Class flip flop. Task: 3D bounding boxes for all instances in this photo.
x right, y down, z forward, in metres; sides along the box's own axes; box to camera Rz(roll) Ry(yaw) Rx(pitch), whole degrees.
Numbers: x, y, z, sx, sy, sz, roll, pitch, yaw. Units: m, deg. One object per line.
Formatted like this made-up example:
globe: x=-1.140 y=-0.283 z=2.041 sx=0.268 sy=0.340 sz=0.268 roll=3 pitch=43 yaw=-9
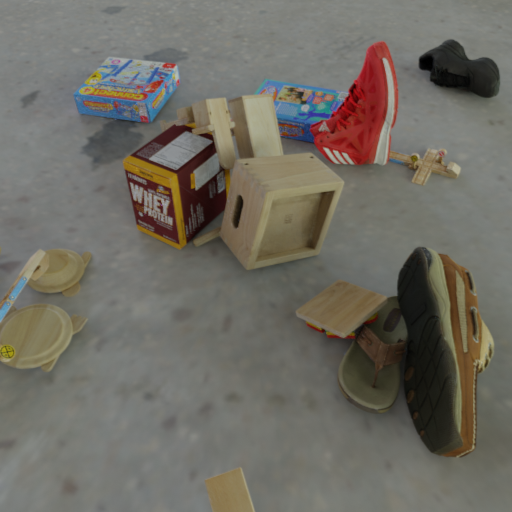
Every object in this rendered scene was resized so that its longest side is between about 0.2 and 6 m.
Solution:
flip flop: x=2.011 y=1.407 z=8.870 sx=0.981 sy=0.696 sz=2.418 roll=21 pitch=49 yaw=20

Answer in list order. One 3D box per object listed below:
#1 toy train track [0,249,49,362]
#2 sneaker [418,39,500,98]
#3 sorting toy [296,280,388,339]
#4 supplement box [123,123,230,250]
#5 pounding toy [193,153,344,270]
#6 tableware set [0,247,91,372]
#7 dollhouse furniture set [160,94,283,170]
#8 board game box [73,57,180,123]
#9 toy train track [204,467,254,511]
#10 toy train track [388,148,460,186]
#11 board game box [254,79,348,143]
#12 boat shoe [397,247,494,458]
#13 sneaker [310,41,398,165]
toy train track: x=-4.002 y=1.248 z=8.780 sx=0.543 sy=1.914 sz=3.338 roll=40 pitch=40 yaw=-24
sneaker: x=5.435 y=-4.890 z=15.132 sx=1.240 sy=1.037 sz=2.731 roll=-23 pitch=41 yaw=-9
sorting toy: x=1.444 y=0.961 z=9.345 sx=1.104 sy=0.384 sz=1.098 roll=-32 pitch=32 yaw=-28
supplement box: x=-1.468 y=-1.413 z=10.965 sx=1.148 sy=1.705 sz=1.728 roll=24 pitch=49 yaw=25
pounding toy: x=0.144 y=-0.763 z=10.377 sx=1.963 sy=2.133 sz=1.516 roll=-11 pitch=44 yaw=-31
tableware set: x=-4.485 y=0.775 z=9.746 sx=3.276 sy=0.380 sz=2.737 roll=2 pitch=47 yaw=1
dollhouse furniture set: x=-1.058 y=-2.323 z=11.918 sx=3.108 sy=1.518 sz=2.651 roll=-3 pitch=13 yaw=42
board game box: x=-3.338 y=-4.383 z=14.660 sx=2.066 sy=0.577 sz=2.023 roll=10 pitch=47 yaw=12
toy train track: x=-0.860 y=4.022 z=6.378 sx=4.154 sy=0.676 sz=2.383 roll=-16 pitch=54 yaw=-8
toy train track: x=3.411 y=-2.332 z=12.828 sx=2.502 sy=0.407 sz=1.435 roll=19 pitch=49 yaw=19
board game box: x=1.048 y=-3.630 z=14.021 sx=2.403 sy=0.541 sz=1.828 roll=15 pitch=47 yaw=14
boat shoe: x=3.020 y=1.322 z=8.539 sx=1.229 sy=1.259 sz=3.328 roll=12 pitch=56 yaw=-10
sneaker: x=1.977 y=-2.963 z=11.740 sx=1.699 sy=2.942 sz=1.153 roll=-8 pitch=47 yaw=3
